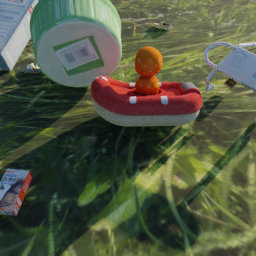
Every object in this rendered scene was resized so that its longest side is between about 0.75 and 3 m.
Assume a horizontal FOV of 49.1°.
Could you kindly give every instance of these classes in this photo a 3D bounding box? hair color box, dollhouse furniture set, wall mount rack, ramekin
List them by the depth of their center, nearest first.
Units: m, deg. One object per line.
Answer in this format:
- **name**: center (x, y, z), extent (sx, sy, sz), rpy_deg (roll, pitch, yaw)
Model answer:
- **hair color box**: center (-2.494, 1.353, 5.987), extent (0.533, 0.307, 0.961), rpy_deg (4, 47, 4)
- **wall mount rack**: center (3.684, -1.610, 7.956), extent (2.541, 1.090, 2.925), rpy_deg (-44, 62, -12)
- **ramekin**: center (-1.448, -2.446, 8.111), extent (2.703, 2.703, 1.320), rpy_deg (-7, 54, -7)
- **dollhouse furniture set**: center (3.078, -1.515, 8.236), extent (0.499, 0.751, 0.658), rpy_deg (-47, 63, 6)
- **hair color box**: center (-4.236, -3.408, 9.772), extent (1.403, 0.859, 2.834), rpy_deg (12, 62, 9)

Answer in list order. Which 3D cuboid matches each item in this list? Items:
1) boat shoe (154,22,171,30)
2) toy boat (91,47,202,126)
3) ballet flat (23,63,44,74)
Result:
- **boat shoe**: center (1.415, -4.207, 11.415), extent (0.766, 0.265, 0.282), rpy_deg (18, 49, 17)
- **toy boat**: center (0.454, -1.107, 7.065), extent (2.785, 1.820, 1.817), rpy_deg (-1, 23, -1)
- **ballet flat**: center (-3.040, -1.978, 9.216), extent (0.938, 0.338, 0.338), rpy_deg (7, 46, 7)
